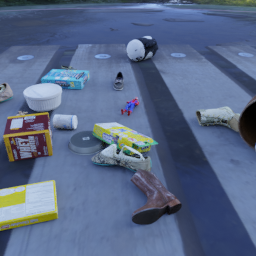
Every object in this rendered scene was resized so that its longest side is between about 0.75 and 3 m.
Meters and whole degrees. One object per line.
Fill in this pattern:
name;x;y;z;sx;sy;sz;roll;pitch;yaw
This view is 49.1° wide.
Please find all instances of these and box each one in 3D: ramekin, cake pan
ramekin;-3.784;-1.357;12.596;1.655;0.771;1.655;1;30;0
cake pan;-1.475;0.487;9.992;1.342;0.246;1.342;0;30;0

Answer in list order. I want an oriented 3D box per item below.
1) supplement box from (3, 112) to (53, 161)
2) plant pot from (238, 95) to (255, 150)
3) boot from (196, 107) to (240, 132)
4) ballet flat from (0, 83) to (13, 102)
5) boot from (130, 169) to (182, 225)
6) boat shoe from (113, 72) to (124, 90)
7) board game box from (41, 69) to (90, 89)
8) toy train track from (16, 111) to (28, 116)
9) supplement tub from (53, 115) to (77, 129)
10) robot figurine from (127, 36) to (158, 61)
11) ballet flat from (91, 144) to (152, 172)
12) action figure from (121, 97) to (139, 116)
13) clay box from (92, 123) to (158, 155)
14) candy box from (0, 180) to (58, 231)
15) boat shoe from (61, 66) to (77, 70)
supplement box;-3.384;0.269;9.651;1.415;0.952;1.434;-7;31;-12
plant pot;5.192;-0.591;9.822;2.182;2.182;2.334;14;36;23
boot;3.558;-0.308;10.926;1.438;0.670;1.860;-3;25;-7
ballet flat;-6.296;-1.356;12.481;0.900;0.889;2.644;12;33;19
boot;0.400;1.751;7.553;1.536;0.529;1.648;-3;31;-32
boat shoe;-0.500;-2.512;14.848;0.554;0.472;1.656;1;31;1
board game box;-3.302;-2.624;15.003;2.132;0.500;1.609;4;31;7
toy train track;-4.451;-0.580;11.910;0.485;0.137;0.845;-22;38;-32
supplement tub;-2.436;-0.236;10.908;0.833;0.550;0.550;2;31;5
robot figurine;0.987;-5.239;18.577;2.327;1.748;1.452;-28;60;-39
ballet flat;-0.202;0.887;8.801;1.992;0.750;0.676;10;21;18
action figure;0.159;-1.029;12.477;0.496;0.392;1.515;8;29;18
clay box;-0.097;0.370;9.627;2.038;0.485;1.171;26;19;35
candy box;-3.100;2.056;7.244;2.462;0.325;1.258;-8;34;-13
boat shoe;-3.518;-3.529;16.726;1.060;0.317;0.379;8;31;13
